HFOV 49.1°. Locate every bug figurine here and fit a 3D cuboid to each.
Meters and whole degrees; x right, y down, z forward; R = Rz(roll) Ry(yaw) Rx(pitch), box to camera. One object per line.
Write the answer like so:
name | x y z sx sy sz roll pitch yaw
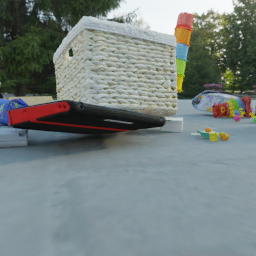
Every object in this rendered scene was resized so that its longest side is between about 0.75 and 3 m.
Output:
bug figurine | 4.676 -0.460 10.821 1.682 0.433 1.304 10 17 34

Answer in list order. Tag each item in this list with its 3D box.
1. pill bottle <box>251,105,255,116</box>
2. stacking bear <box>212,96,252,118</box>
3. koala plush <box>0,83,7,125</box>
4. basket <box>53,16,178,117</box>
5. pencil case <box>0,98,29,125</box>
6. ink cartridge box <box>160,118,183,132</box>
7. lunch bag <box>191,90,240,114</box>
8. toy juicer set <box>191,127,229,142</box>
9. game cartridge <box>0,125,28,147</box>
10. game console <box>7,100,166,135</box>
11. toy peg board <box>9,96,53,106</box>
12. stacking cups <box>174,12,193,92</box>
pill bottle | 6.267 -0.797 13.103 0.929 0.522 0.522 0 7 4
stacking bear | 4.527 -0.836 12.433 1.575 0.956 0.895 -8 4 -8
koala plush | -4.471 -0.625 9.159 1.870 1.719 1.658 22 20 8
basket | -0.416 -1.346 8.107 2.863 2.302 2.837 -1 -6 -30
pencil case | -3.092 -0.420 6.914 1.603 0.696 0.626 3 -11 38
ink cartridge box | 1.295 -0.103 8.211 0.603 0.350 0.833 2 7 12
lunch bag | 4.282 -1.258 13.925 1.542 1.156 1.818 -1 11 -38
toy juicer set | 2.043 0.114 6.814 0.632 0.270 0.993 -2 7 -17
game cartridge | -2.860 0.157 6.270 1.181 0.359 1.772 2 6 -19
game console | -0.867 -0.198 5.911 2.355 0.413 2.663 -8 -10 42
toy peg board | -3.989 -0.650 11.613 1.773 0.867 1.765 -4 23 -19
stacking cups | 1.481 -2.307 8.539 0.708 2.339 0.708 9 1 0
